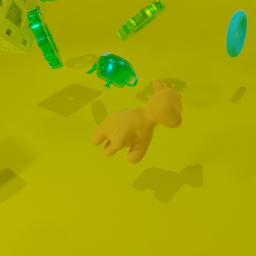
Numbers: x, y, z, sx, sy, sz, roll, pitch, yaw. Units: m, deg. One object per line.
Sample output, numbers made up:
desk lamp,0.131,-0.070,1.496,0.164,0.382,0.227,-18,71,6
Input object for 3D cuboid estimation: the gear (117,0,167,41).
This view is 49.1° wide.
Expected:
gear,0.377,-2.986,7.792,1.486,0.275,1.486,-35,9,6

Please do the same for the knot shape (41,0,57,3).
knot shape,-2.841,-4.625,9.010,1.778,1.900,0.878,4,30,17

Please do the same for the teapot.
teapot,-0.404,-1.370,6.973,1.586,0.986,0.776,24,88,29

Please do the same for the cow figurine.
cow figurine,0.182,-0.129,4.585,1.408,0.773,1.386,6,57,51

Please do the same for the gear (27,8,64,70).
gear,-1.875,-2.009,6.413,0.248,1.343,1.343,-22,39,-2

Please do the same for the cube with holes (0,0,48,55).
cube with holes,-3.066,-2.736,6.731,1.325,1.325,1.325,16,83,32

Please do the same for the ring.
ring,2.941,-2.519,7.562,0.243,1.213,1.213,16,39,32
